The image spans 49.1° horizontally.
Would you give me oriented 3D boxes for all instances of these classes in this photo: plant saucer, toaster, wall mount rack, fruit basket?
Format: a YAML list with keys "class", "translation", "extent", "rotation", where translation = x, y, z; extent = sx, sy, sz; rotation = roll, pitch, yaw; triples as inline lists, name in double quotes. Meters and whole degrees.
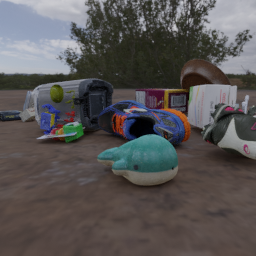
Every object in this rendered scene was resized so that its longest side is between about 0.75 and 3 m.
- class: "plant saucer"
  translation: [3.376, -1.713, 12.629]
  extent: [0.522, 2.854, 2.854]
  rotation: [-40, 28, -23]
- class: "toaster"
  translation: [-1.674, -0.711, 8.897]
  extent: [1.818, 1.599, 2.815]
  rotation: [-1, 8, 18]
- class: "wall mount rack"
  translation: [3.566, -0.701, 10.473]
  extent: [2.665, 0.994, 2.315]
  rotation: [5, 11, 24]
- class: "fruit basket"
  translation: [-1.740, 0.103, 7.382]
  extent: [1.021, 0.479, 0.946]
  rotation: [-1, 10, 10]

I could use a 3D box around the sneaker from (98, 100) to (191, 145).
- class: "sneaker"
  translation: [0.156, -0.121, 7.205]
  extent: [2.800, 1.055, 1.098]
  rotation: [6, 16, 41]

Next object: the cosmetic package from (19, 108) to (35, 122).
- class: "cosmetic package"
  translation: [-3.823, -0.539, 10.922]
  extent: [0.413, 0.348, 0.799]
  rotation: [-32, 4, 12]

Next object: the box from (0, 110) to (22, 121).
- class: "box"
  translation: [-4.810, -0.516, 11.411]
  extent: [0.933, 0.302, 1.183]
  rotation: [-10, 13, -40]

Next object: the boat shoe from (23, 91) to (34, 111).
- class: "boat shoe"
  translation: [-4.051, -0.968, 11.788]
  extent: [0.554, 1.300, 0.480]
  rotation: [7, 36, -29]

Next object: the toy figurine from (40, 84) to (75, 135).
- class: "toy figurine"
  translation: [-1.951, -0.320, 7.411]
  extent: [0.780, 1.478, 0.886]
  rotation: [17, 24, 11]

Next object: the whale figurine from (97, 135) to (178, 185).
- class: "whale figurine"
  translation: [0.139, 0.441, 4.619]
  extent: [1.410, 0.731, 1.121]
  rotation: [9, 13, 41]

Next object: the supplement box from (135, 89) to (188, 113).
- class: "supplement box"
  translation: [1.581, -1.306, 13.468]
  extent: [1.451, 1.144, 2.217]
  rotation: [-8, 13, -38]

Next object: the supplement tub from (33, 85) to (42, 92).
- class: "supplement tub"
  translation: [-3.778, -1.552, 14.265]
  extent: [1.380, 1.380, 2.253]
  rotation: [2, 10, 9]

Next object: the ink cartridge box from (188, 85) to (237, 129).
- class: "ink cartridge box"
  translation: [2.424, -0.638, 8.351]
  extent: [0.735, 1.278, 2.182]
  rotation: [2, 5, -3]

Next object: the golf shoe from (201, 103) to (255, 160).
- class: "golf shoe"
  translation: [2.948, 0.154, 6.204]
  extent: [2.964, 1.144, 1.305]
  rotation: [-7, 35, -37]

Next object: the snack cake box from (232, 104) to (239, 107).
- class: "snack cake box"
  translation: [4.623, -1.013, 13.555]
  extent: [1.305, 0.438, 0.750]
  rotation: [1, 6, -33]
